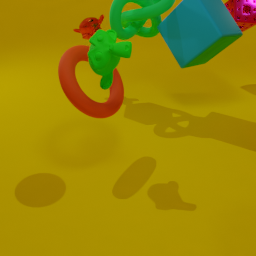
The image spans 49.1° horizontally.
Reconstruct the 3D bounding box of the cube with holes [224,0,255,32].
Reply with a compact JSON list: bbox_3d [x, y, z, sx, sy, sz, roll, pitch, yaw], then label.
[{"bbox_3d":[3.853,-3.939,9.743,0.878,0.878,0.878,0,0,-12],"label":"cube with holes"}]

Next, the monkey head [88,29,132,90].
[{"bbox_3d":[-0.302,-1.310,5.002,0.844,1.174,0.707,4,-7,12],"label":"monkey head"}]

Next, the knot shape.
[{"bbox_3d":[0.352,-2.994,7.604,1.901,0.879,1.779,-23,-5,-5],"label":"knot shape"}]

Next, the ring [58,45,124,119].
[{"bbox_3d":[-0.704,-0.952,5.729,0.319,1.593,1.593,-25,12,41],"label":"ring"}]

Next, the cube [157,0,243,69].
[{"bbox_3d":[1.857,-2.523,7.280,1.327,1.327,1.327,-22,80,-45],"label":"cube"}]

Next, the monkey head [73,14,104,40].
[{"bbox_3d":[-1.174,-3.179,9.112,1.123,0.677,0.808,-22,-16,12],"label":"monkey head"}]
